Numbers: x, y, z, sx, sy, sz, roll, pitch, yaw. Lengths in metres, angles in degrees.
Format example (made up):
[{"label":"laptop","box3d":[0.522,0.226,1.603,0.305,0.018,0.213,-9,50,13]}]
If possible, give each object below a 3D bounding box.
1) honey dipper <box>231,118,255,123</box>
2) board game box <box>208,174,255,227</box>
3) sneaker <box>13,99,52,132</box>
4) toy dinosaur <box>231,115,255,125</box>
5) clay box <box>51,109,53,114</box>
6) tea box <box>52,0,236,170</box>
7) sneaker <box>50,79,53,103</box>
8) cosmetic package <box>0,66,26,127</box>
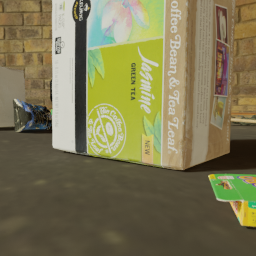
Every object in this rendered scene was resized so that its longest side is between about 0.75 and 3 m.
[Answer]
[{"label":"honey dipper","box3d":[4.040,-0.283,10.116,0.341,0.341,1.796,-4,8,-45]},{"label":"board game box","box3d":[1.252,0.454,1.756,1.403,0.210,0.670,3,4,11]},{"label":"sneaker","box3d":[-2.823,-0.394,8.387,1.077,0.949,2.417,-4,5,-15]},{"label":"toy dinosaur","box3d":[4.850,-0.322,10.853,1.993,0.473,0.878,1,19,14]},{"label":"clay box","box3d":[-2.504,-0.720,14.740,2.772,0.660,1.592,-2,5,-25]},{"label":"tea box","box3d":[0.181,-0.794,4.075,2.288,2.326,1.554,3,5,38]},{"label":"sneaker","box3d":[-2.218,-1.273,9.222,0.584,0.454,1.297,-31,-20,-33]},{"label":"cosmetic package","box3d":[-5.023,-1.020,9.378,2.371,1.972,1.984,1,3,26]}]
